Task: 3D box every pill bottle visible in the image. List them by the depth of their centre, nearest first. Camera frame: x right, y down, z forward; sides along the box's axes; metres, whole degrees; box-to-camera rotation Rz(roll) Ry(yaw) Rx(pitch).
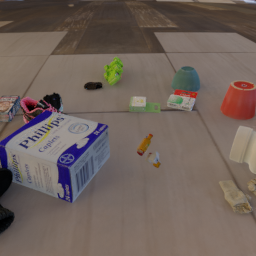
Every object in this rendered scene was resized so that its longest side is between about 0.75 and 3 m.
[{"bbox_3d":[4.619,0.838,8.392,2.764,1.534,1.534,18,36,25],"label":"pill bottle"}]

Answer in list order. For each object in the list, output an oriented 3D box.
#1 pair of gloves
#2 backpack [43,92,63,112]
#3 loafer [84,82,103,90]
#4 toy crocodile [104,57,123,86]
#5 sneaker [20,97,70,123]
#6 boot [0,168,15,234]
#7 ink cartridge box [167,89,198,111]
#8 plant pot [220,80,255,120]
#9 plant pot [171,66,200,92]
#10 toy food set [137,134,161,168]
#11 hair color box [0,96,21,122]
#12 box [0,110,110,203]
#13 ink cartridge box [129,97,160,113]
[{"bbox_3d":[3.452,1.881,7.943,1.470,0.258,1.250,-1,32,0],"label":"pair of gloves"},{"bbox_3d":[-3.161,-0.941,11.902,0.794,0.673,0.894,-14,62,-5],"label":"backpack"},{"bbox_3d":[-1.739,-2.141,14.248,0.994,0.363,0.355,-12,34,-19],"label":"loafer"},{"bbox_3d":[-0.703,-3.112,15.418,0.966,0.883,2.861,-36,28,19],"label":"toy crocodile"},{"bbox_3d":[-2.939,-0.437,10.420,2.714,1.295,1.072,18,53,18],"label":"sneaker"},{"bbox_3d":[-3.440,1.942,7.361,1.418,0.714,1.897,11,44,29],"label":"boot"},{"bbox_3d":[2.529,-1.398,12.838,1.107,0.345,1.376,13,50,20],"label":"ink cartridge box"},{"bbox_3d":[4.808,-1.252,11.973,1.458,1.290,1.458,1,32,0],"label":"plant pot"},{"bbox_3d":[3.007,-2.581,14.364,1.478,0.995,1.478,0,33,0],"label":"plant pot"},{"bbox_3d":[0.683,0.674,8.518,0.581,1.218,0.548,16,66,45],"label":"toy food set"},{"bbox_3d":[-5.254,-0.855,12.086,0.802,0.485,1.604,-1,32,-2],"label":"hair color box"},{"bbox_3d":[-2.197,0.728,8.748,2.547,1.336,2.342,13,34,20],"label":"box"},{"bbox_3d":[0.776,-1.055,12.583,1.364,0.327,0.993,1,32,5],"label":"ink cartridge box"}]
